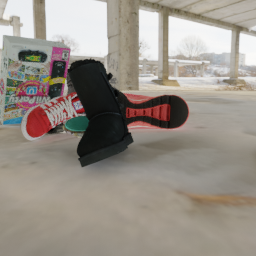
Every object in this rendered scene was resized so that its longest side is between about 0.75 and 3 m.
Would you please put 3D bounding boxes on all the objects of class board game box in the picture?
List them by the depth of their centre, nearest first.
[{"bbox_3d":[-2.566,-1.239,7.595,1.632,2.212,0.711,-6,35,-39],"label":"board game box"}]

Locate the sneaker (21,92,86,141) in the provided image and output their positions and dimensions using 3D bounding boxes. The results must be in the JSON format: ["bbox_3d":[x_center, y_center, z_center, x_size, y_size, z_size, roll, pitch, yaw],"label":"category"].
[{"bbox_3d":[-1.420,-0.326,5.960,0.988,0.625,1.756,-8,23,23],"label":"sneaker"}]

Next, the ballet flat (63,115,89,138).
[{"bbox_3d":[-0.688,-0.040,5.077,0.464,0.464,1.291,6,23,31],"label":"ballet flat"}]

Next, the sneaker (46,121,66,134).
[{"bbox_3d":[-1.875,-0.055,6.559,0.990,0.329,0.448,8,10,35],"label":"sneaker"}]

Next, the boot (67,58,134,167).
[{"bbox_3d":[-0.486,-0.303,4.187,0.665,1.472,1.797,-21,2,14],"label":"boot"}]

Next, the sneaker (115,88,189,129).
[{"bbox_3d":[0.052,-0.385,7.278,2.862,1.055,1.241,6,-2,-3],"label":"sneaker"}]

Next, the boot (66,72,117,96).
[{"bbox_3d":[-1.262,-1.433,8.928,2.083,1.372,0.727,-8,-3,29],"label":"boot"}]
